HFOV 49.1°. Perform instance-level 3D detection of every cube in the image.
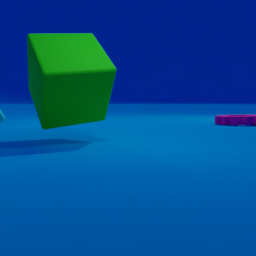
[{"bbox_3d":[-1.149,-0.934,5.426,1.291,1.291,1.291,-10,49,-26],"label":"cube"}]

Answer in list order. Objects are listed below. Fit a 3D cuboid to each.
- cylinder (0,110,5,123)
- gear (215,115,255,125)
[{"bbox_3d":[-3.359,-0.340,6.255,0.856,0.856,0.856,-32,16,-17],"label":"cylinder"},{"bbox_3d":[4.008,-0.302,10.175,1.605,0.297,1.605,-2,5,0],"label":"gear"}]
